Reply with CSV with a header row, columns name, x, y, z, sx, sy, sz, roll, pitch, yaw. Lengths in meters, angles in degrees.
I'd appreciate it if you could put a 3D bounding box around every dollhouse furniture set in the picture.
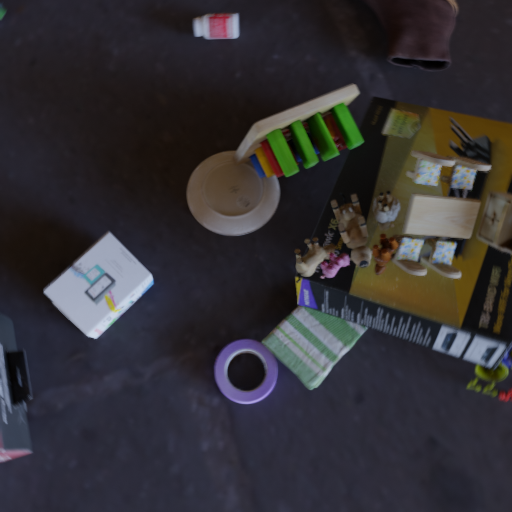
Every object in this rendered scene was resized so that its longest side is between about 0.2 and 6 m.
name,x,y,z,sx,sy,sz,roll,pitch,yaw
dollhouse furniture set,2.708,-0.414,6.994,1.667,1.108,1.461,4,109,-16

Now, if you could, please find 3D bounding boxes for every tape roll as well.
name,x,y,z,sx,sy,sz,roll,pitch,yaw
tape roll,-0.157,1.812,8.785,0.965,0.317,0.965,0,71,-1

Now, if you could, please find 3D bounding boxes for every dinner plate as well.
name,x,y,z,sx,sy,sz,roll,pitch,yaw
dinner plate,-0.410,-1.154,9.902,1.659,0.201,1.659,0,72,0

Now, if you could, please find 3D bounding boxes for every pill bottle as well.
name,x,y,z,sx,sy,sz,roll,pitch,yaw
pill bottle,-0.774,-4.467,10.911,0.809,0.454,0.454,-2,71,0

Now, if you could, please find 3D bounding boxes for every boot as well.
name,x,y,z,sx,sy,sz,roll,pitch,yaw
boot,2.640,-4.616,10.740,2.379,0.861,1.979,11,69,0

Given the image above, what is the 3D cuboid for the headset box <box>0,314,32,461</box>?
name,x,y,z,sx,sy,sz,roll,pitch,yaw
headset box,-4.777,2.144,8.248,2.918,1.095,2.169,-15,71,-5

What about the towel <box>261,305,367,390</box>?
name,x,y,z,sx,sy,sz,roll,pitch,yaw
towel,0.956,1.274,8.918,1.090,0.167,1.428,43,64,13

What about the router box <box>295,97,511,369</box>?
name,x,y,z,sx,sy,sz,roll,pitch,yaw
router box,2.671,-0.574,8.723,3.009,0.999,3.826,16,63,17

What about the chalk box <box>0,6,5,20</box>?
name,x,y,z,sx,sy,sz,roll,pitch,yaw
chalk box,-5.459,-4.853,10.941,1.047,0.649,0.654,21,73,8

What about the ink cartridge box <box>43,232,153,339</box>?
name,x,y,z,sx,sy,sz,roll,pitch,yaw
ink cartridge box,-2.437,0.496,8.827,0.964,0.968,1.320,45,77,2

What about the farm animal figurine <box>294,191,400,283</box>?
name,x,y,z,sx,sy,sz,roll,pitch,yaw
farm animal figurine,1.262,-0.187,7.685,1.385,0.722,1.370,-2,59,19

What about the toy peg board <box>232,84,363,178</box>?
name,x,y,z,sx,sy,sz,roll,pitch,yaw
toy peg board,0.731,-1.806,9.280,1.808,1.800,0.884,-25,89,-16

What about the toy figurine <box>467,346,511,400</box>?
name,x,y,z,sx,sy,sz,roll,pitch,yaw
toy figurine,4.028,1.729,8.809,1.396,0.736,0.836,14,43,2
